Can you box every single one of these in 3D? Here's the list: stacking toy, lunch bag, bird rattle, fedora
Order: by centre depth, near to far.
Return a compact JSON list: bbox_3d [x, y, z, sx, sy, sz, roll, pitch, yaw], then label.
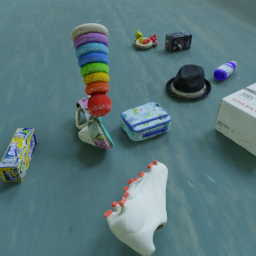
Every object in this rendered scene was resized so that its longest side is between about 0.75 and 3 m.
[{"bbox_3d":[-0.966,-1.658,8.391,1.142,1.142,2.676,-8,82,-11],"label":"stacking toy"},{"bbox_3d":[0.602,-0.217,9.265,1.510,0.623,1.214,-17,44,-19],"label":"lunch bag"},{"bbox_3d":[2.455,-1.960,11.209,2.000,0.913,2.000,0,38,0],"label":"fedora"},{"bbox_3d":[0.915,-4.537,14.891,1.372,0.773,1.118,19,52,3],"label":"bird rattle"}]

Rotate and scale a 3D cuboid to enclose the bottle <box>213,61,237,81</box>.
[{"bbox_3d":[4.322,-2.553,12.320,0.593,0.464,1.421,30,47,31],"label":"bottle"}]

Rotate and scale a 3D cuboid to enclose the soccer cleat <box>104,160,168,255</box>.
[{"bbox_3d":[0.430,1.672,6.304,1.136,1.014,2.928,49,23,2],"label":"soccer cleat"}]

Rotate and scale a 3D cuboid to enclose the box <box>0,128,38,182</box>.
[{"bbox_3d":[-3.111,0.727,8.066,0.541,0.589,1.682,0,38,0],"label":"box"}]

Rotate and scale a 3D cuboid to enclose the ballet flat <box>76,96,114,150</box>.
[{"bbox_3d":[-1.183,-0.102,8.963,0.922,0.895,2.590,-24,44,-2],"label":"ballet flat"}]

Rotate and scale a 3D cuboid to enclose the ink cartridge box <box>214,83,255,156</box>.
[{"bbox_3d":[4.591,-0.455,9.069,2.843,1.178,2.087,-24,45,-28],"label":"ink cartridge box"}]

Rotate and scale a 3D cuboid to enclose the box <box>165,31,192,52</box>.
[{"bbox_3d":[2.604,-4.481,14.521,1.237,0.756,0.656,-15,40,-20],"label":"box"}]
